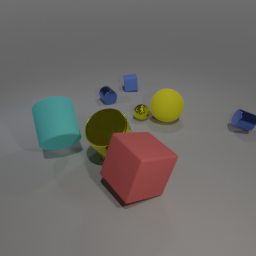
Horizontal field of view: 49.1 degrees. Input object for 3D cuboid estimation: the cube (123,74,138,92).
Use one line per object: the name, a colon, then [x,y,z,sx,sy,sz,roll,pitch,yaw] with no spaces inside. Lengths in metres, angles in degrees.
cube: [0.147,-2.414,14.919,0.700,0.700,0.700,-6,28,2]

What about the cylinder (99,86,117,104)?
cylinder: [-0.972,-1.592,13.599,0.700,0.700,0.700,-13,33,-22]

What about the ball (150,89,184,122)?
ball: [1.640,-0.949,11.803,1.400,1.400,1.400,0,30,0]

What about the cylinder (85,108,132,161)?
cylinder: [-0.539,0.299,9.229,1.400,1.400,1.400,-7,58,12]

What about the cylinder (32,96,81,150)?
cylinder: [-2.427,-0.143,9.514,1.400,1.400,1.400,-12,70,-19]

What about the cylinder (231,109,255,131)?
cylinder: [4.583,-0.309,11.055,0.700,0.700,0.700,19,30,-7]

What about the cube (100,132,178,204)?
cube: [0.285,1.051,7.951,1.400,1.400,1.400,-1,30,-40]

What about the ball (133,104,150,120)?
ball: [0.579,-0.688,12.089,0.700,0.700,0.700,0,30,0]
